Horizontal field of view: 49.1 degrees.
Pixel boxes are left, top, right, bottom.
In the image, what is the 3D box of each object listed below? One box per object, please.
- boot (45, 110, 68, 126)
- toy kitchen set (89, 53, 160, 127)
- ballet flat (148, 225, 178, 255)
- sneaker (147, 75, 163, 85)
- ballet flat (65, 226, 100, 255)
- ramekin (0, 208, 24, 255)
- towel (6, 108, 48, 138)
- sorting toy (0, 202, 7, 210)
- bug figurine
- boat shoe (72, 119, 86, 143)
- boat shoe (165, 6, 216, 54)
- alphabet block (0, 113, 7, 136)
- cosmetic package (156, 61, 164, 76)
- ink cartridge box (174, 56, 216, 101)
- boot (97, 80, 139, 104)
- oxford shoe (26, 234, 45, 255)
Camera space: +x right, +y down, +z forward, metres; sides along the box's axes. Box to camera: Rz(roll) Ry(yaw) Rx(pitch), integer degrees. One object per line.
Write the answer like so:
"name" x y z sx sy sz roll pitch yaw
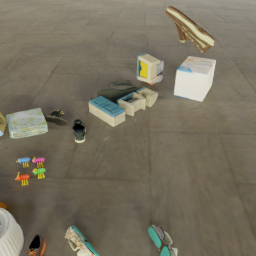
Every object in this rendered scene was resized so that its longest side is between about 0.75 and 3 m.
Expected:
"boot" -2.869 -0.442 11.700 0.976 0.357 0.735 12 31 9
"toy kitchen set" -0.168 -1.814 12.018 1.632 2.220 2.771 30 45 35
"ballet flat" 0.951 2.917 6.841 0.475 0.475 1.321 -12 37 -16
"sneaker" 1.352 -2.639 14.805 1.017 0.394 0.570 -26 44 -32
"ballet flat" -1.152 2.925 6.924 0.389 0.460 1.216 -49 47 -11
"ramekin" -3.438 2.683 6.811 1.574 0.826 1.574 0 35 0
"towel" -4.104 -0.206 11.345 1.426 0.401 1.666 -13 37 -23
"sorting toy" -4.521 2.254 7.971 1.917 0.257 1.429 16 33 21
"bug figurine" -3.211 1.300 9.232 0.966 0.321 1.246 -9 36 -13
"boat shoe" -1.938 -0.018 10.983 0.529 0.470 1.417 -4 35 -5
"boat shoe" 2.383 -3.849 11.279 2.438 0.902 0.900 32 28 -14
"alphabet block" -5.310 -0.168 10.607 0.939 0.944 0.961 -22 36 0
"cosmetic package" 1.304 -3.269 15.541 0.816 0.594 1.604 17 40 23
"ink cartridge box" 3.333 -2.525 13.753 1.428 1.392 2.222 15 38 21
"boot" -0.602 -1.771 13.406 2.229 0.755 1.456 -8 30 -24
"oxford shoe" -2.276 3.080 6.581 0.427 0.435 1.198 -1 35 -1
